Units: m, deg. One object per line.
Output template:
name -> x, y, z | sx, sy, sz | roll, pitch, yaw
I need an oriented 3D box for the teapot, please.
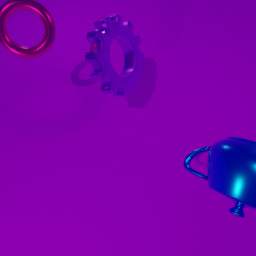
teapot -> 1.729, 0.756, 3.837 | 2.062, 1.282, 1.010 | 21, 87, 31

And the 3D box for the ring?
ring -> -2.096, -2.030, 5.753 | 1.199, 1.199, 0.240 | -15, 25, -8

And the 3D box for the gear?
gear -> -0.239, -1.614, 6.380 | 0.325, 1.758, 1.758 | 2, 56, 37
